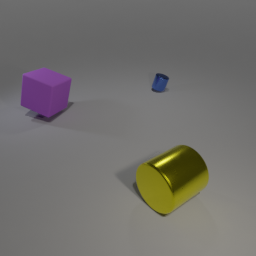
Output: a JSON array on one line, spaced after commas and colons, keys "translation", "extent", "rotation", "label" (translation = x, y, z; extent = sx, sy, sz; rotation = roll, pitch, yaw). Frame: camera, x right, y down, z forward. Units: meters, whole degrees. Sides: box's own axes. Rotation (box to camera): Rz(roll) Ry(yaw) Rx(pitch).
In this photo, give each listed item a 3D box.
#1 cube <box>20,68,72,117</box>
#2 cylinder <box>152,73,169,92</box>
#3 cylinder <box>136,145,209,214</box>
[{"translation": [-3.363, -1.494, 11.531], "extent": [1.400, 1.400, 1.400], "rotation": [23, 29, 12], "label": "cube"}, {"translation": [1.628, -2.300, 14.108], "extent": [0.700, 0.700, 0.700], "rotation": [14, 30, -8], "label": "cylinder"}, {"translation": [1.167, 1.325, 7.454], "extent": [1.400, 1.400, 1.400], "rotation": [-22, 37, -33], "label": "cylinder"}]
